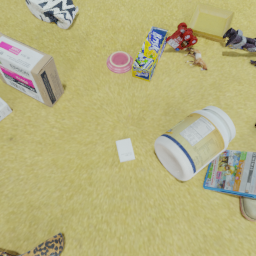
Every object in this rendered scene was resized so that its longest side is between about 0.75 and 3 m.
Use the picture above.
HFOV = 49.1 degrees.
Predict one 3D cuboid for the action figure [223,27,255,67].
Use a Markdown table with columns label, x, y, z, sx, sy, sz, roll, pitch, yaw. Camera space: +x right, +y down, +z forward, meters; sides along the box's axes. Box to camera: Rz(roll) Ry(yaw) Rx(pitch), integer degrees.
| label | x | y | z | sx | sy | sz | roll | pitch | yaw |
| --- | --- | --- | --- | --- | --- | --- | --- | --- | --- |
| action figure | 5.505 | -3.583 | 12.245 | 2.581 | 0.896 | 1.680 | 17 | 60 | -11 |

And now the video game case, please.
| label | x | y | z | sx | sy | sz | roll | pitch | yaw |
| --- | --- | --- | --- | --- | --- | --- | --- | --- | --- |
| video game case | 3.785 | 1.489 | 9.383 | 2.213 | 0.197 | 1.584 | 4 | 57 | 37 |

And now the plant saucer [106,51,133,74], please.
| label | x | y | z | sx | sy | sz | roll | pitch | yaw |
| --- | --- | --- | --- | --- | --- | --- | --- | --- | --- |
| plant saucer | -0.352 | -2.936 | 12.276 | 1.194 | 0.303 | 1.194 | 0 | 62 | -1 |

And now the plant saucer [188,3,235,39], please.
| label | x | y | z | sx | sy | sz | roll | pitch | yaw |
| --- | --- | --- | --- | --- | --- | --- | --- | --- | --- |
| plant saucer | 3.921 | -4.978 | 13.270 | 1.869 | 0.453 | 1.870 | 19 | 64 | 11 |

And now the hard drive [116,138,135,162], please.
| label | x | y | z | sx | sy | sz | roll | pitch | yaw |
| --- | --- | --- | --- | --- | --- | --- | --- | --- | --- |
| hard drive | -0.100 | 0.823 | 10.399 | 0.555 | 0.112 | 0.842 | -11 | 63 | -6 |

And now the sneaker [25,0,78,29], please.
| label | x | y | z | sx | sy | sz | roll | pitch | yaw |
| --- | --- | --- | --- | --- | --- | --- | --- | --- | --- |
| sneaker | -3.515 | -5.919 | 13.469 | 2.467 | 0.985 | 1.606 | 25 | 64 | 13 |

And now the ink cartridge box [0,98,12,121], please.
| label | x | y | z | sx | sy | sz | roll | pitch | yaw |
| --- | --- | --- | --- | --- | --- | --- | --- | --- | --- |
| ink cartridge box | -5.458 | -0.623 | 10.885 | 1.028 | 0.592 | 1.409 | 39 | 69 | 18 |

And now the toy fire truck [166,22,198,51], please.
| label | x | y | z | sx | sy | sz | roll | pitch | yaw |
| --- | --- | --- | --- | --- | --- | --- | --- | --- | --- |
| toy fire truck | 2.350 | -3.866 | 12.210 | 1.066 | 1.269 | 0.712 | -36 | 58 | 28 |

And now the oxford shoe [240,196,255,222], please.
| label | x | y | z | sx | sy | sz | roll | pitch | yaw |
| --- | --- | --- | --- | --- | --- | --- | --- | --- | --- |
| oxford shoe | 4.538 | 1.762 | 9.384 | 0.978 | 1.020 | 2.764 | 24 | 65 | 12 |

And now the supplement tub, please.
| label | x | y | z | sx | sy | sz | roll | pitch | yaw |
| --- | --- | --- | --- | --- | --- | --- | --- | --- | --- |
| supplement tub | 2.310 | 0.472 | 9.664 | 2.414 | 1.743 | 1.743 | -34 | 67 | -17 |

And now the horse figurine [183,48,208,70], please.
| label | x | y | z | sx | sy | sz | roll | pitch | yaw |
| --- | --- | --- | --- | --- | --- | --- | --- | --- | --- |
| horse figurine | 2.939 | -3.111 | 12.327 | 0.918 | 0.346 | 1.385 | -4 | 59 | -9 |

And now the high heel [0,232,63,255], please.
| label | x | y | z | sx | sy | sz | roll | pitch | yaw |
| --- | --- | --- | --- | --- | --- | --- | --- | --- | --- |
| high heel | -3.108 | 3.607 | 8.503 | 2.125 | 0.759 | 1.515 | 26 | 71 | -5 |

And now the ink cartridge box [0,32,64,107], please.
| label | x | y | z | sx | sy | sz | roll | pitch | yaw |
| --- | --- | --- | --- | --- | --- | --- | --- | --- | --- |
| ink cartridge box | -3.966 | -2.209 | 10.838 | 2.623 | 2.161 | 0.985 | 27 | 66 | 14 |

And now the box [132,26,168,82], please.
| label | x | y | z | sx | sy | sz | roll | pitch | yaw |
| --- | --- | --- | --- | --- | --- | --- | --- | --- | --- |
| box | 0.980 | -3.248 | 12.163 | 0.856 | 0.786 | 2.445 | 19 | 64 | 10 |
